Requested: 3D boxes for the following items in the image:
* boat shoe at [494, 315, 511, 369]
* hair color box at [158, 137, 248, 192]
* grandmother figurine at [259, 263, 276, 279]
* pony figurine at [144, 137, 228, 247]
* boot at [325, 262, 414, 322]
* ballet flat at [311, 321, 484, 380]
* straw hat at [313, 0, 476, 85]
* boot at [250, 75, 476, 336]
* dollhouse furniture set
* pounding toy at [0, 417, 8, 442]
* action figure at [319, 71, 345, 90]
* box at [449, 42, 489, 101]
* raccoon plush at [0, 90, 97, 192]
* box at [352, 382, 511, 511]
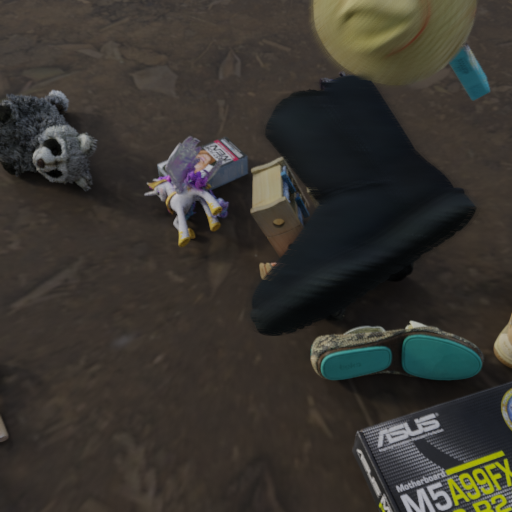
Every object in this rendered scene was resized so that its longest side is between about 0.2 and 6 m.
[{"bbox_3d":[4.256,0.751,8.189,0.777,0.704,2.181,30,54,25],"label":"boat shoe"},{"bbox_3d":[-0.988,-1.628,10.525,1.519,0.461,0.752,-28,54,-22],"label":"hair color box"},{"bbox_3d":[0.703,0.125,8.864,1.282,0.388,0.777,-13,12,-23],"label":"grandmother figurine"},{"bbox_3d":[-1.115,-1.109,9.543,1.494,1.289,1.548,-42,63,13],"label":"pony figurine"},{"bbox_3d":[1.476,0.382,8.488,1.850,0.696,1.383,20,64,-11],"label":"boot"},{"bbox_3d":[1.893,1.261,7.783,2.306,0.782,0.868,-2,25,0],"label":"ballet flat"},{"bbox_3d":[1.800,-3.424,8.070,2.453,2.453,1.038,20,41,17],"label":"straw hat"},{"bbox_3d":[0.739,-0.706,6.743,2.906,1.110,2.441,-32,65,-4],"label":"boot"},{"bbox_3d":[0.921,-0.924,8.964,1.671,1.171,1.178,-20,41,18],"label":"dollhouse furniture set"},{"bbox_3d":[-4.371,1.901,6.977,2.043,0.948,1.577,-20,51,-17],"label":"pounding toy"},{"bbox_3d":[1.935,-3.942,12.742,0.938,0.325,0.610,-11,43,-14],"label":"action figure"},{"bbox_3d":[3.540,-3.336,9.590,0.321,1.305,0.537,-25,37,33],"label":"box"},{"bbox_3d":[-3.669,-2.467,10.797,1.932,1.395,2.884,14,48,2],"label":"raccoon plush"},{"bbox_3d":[2.811,2.719,6.459,2.733,0.605,2.189,-13,49,-11],"label":"box"}]
